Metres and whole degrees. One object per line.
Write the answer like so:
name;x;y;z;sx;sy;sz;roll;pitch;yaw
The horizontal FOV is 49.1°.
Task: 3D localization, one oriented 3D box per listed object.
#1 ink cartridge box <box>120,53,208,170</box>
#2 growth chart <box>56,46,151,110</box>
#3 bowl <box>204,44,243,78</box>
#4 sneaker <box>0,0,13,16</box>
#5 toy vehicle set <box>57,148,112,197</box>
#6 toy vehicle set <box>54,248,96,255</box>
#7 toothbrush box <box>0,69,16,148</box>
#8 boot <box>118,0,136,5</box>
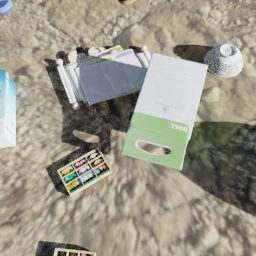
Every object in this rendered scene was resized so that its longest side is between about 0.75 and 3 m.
ink cartridge box;0.882;-0.362;6.702;1.390;0.794;2.677;15;72;7
growth chart;-0.500;-1.505;7.677;2.783;0.247;2.014;-12;63;-6
bowl;2.713;-1.986;7.777;1.085;0.509;1.085;0;62;1
sneaker;-4.173;-4.306;8.836;0.679;0.756;1.838;-20;66;-12
toy vehicle set;-0.987;1.000;6.442;1.085;0.144;0.674;-30;67;-14
toy vehicle set;-1.110;3.050;5.369;0.814;0.174;1.310;4;63;2
toothbrush box;-3.511;-0.416;6.808;1.337;0.779;1.827;-10;63;-5
boot;-0.016;-3.358;4.954;0.654;1.504;1.808;18;80;31
